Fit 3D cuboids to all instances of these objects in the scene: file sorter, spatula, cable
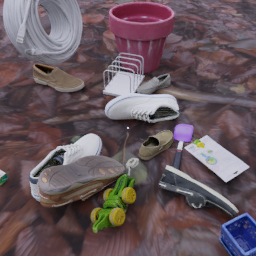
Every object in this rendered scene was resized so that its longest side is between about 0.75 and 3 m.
[{"bbox_3d":[-0.140,-2.224,11.617,1.240,1.112,1.786,14,42,15],"label":"file sorter"},{"bbox_3d":[1.663,0.637,8.980,0.615,0.223,2.175,10,42,14],"label":"spatula"},{"bbox_3d":[-2.769,-3.638,9.544,1.009,2.915,2.915,2,-1,30],"label":"cable"}]

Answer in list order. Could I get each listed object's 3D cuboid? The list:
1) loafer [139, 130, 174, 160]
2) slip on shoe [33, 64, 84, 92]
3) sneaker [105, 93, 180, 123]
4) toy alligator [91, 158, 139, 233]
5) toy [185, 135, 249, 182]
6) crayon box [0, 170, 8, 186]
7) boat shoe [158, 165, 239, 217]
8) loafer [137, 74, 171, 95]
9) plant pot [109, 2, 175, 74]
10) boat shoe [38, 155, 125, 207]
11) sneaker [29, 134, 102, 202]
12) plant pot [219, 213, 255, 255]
[{"bbox_3d":[0.950,0.469,8.944,0.578,0.513,1.520,30,49,30],"label":"loafer"},{"bbox_3d":[-2.981,-2.170,11.834,2.400,0.727,0.912,19,44,21],"label":"slip on shoe"},{"bbox_3d":[0.563,-0.659,9.893,2.694,0.984,0.954,-9,38,-11],"label":"sneaker"},{"bbox_3d":[-0.148,1.797,7.335,0.830,0.602,2.505,-12,30,39],"label":"toy alligator"},{"bbox_3d":[2.622,0.965,8.468,0.973,0.399,1.689,-25,47,-22],"label":"toy"},{"bbox_3d":[-3.986,1.549,7.863,0.596,0.292,1.003,23,46,25],"label":"crayon box"},{"bbox_3d":[1.832,1.787,7.437,2.138,0.768,0.723,27,84,19],"label":"boat shoe"},{"bbox_3d":[1.066,-1.838,11.572,1.634,0.570,0.571,-25,47,-26],"label":"loafer"},{"bbox_3d":[0.590,-3.966,12.562,2.783,2.491,2.783,-1,41,1],"label":"plant pot"},{"bbox_3d":[-1.214,1.418,7.522,2.606,0.936,0.987,-6,35,-40],"label":"boat shoe"},{"bbox_3d":[-1.676,0.914,8.079,0.997,0.966,2.729,21,45,22],"label":"sneaker"},{"bbox_3d":[2.596,2.559,6.373,0.796,0.716,0.796,-17,44,-19],"label":"plant pot"}]
